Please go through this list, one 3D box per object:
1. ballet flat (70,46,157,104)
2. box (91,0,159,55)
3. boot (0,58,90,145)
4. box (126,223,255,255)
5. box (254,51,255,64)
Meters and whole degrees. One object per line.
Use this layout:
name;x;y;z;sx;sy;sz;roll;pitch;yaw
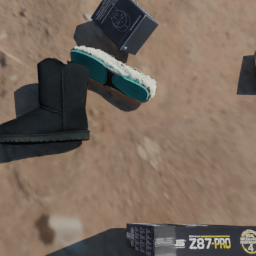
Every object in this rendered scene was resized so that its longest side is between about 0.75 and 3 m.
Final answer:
ballet flat;-0.331;-1.430;7.207;2.407;0.863;0.863;31;78;6
box;-0.095;-2.728;7.131;1.018;0.734;1.372;-48;67;23
boot;-2.042;-0.609;6.610;2.332;0.891;1.959;-4;83;-12
box;1.054;2.085;5.262;1.850;2.295;0.564;2;72;-10
box;4.068;-1.574;7.241;1.372;0.332;1.086;3;62;1
